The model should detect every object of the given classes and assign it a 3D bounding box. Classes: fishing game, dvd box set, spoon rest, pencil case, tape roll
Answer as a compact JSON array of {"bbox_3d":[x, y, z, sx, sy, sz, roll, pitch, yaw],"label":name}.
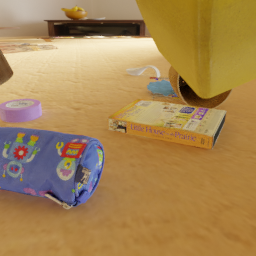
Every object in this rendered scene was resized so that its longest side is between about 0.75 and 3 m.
[{"bbox_3d":[1.461,-1.459,10.485,1.538,0.334,2.148,-1,29,-1],"label":"fishing game"},{"bbox_3d":[1.040,-0.201,7.179,2.587,0.380,1.893,10,24,23],"label":"dvd box set"},{"bbox_3d":[0.712,-2.790,13.536,1.736,0.526,0.863,13,25,27],"label":"spoon rest"},{"bbox_3d":[-1.660,0.569,4.420,2.579,1.007,1.120,6,61,13],"label":"pencil case"},{"bbox_3d":[-3.057,-0.516,7.997,1.122,0.368,1.122,1,22,0],"label":"tape roll"}]

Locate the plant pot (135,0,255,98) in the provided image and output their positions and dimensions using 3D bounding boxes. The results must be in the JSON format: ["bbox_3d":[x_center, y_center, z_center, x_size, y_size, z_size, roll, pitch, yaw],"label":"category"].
[{"bbox_3d":[1.715,-2.317,4.986,2.941,2.594,2.941,-23,50,-8],"label":"plant pot"}]

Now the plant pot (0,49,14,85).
[{"bbox_3d":[-3.483,-1.733,5.573,1.741,1.863,1.741,-7,31,4],"label":"plant pot"}]

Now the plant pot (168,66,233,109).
[{"bbox_3d":[2.089,-1.668,9.098,1.868,1.868,2.004,-5,17,-13],"label":"plant pot"}]
